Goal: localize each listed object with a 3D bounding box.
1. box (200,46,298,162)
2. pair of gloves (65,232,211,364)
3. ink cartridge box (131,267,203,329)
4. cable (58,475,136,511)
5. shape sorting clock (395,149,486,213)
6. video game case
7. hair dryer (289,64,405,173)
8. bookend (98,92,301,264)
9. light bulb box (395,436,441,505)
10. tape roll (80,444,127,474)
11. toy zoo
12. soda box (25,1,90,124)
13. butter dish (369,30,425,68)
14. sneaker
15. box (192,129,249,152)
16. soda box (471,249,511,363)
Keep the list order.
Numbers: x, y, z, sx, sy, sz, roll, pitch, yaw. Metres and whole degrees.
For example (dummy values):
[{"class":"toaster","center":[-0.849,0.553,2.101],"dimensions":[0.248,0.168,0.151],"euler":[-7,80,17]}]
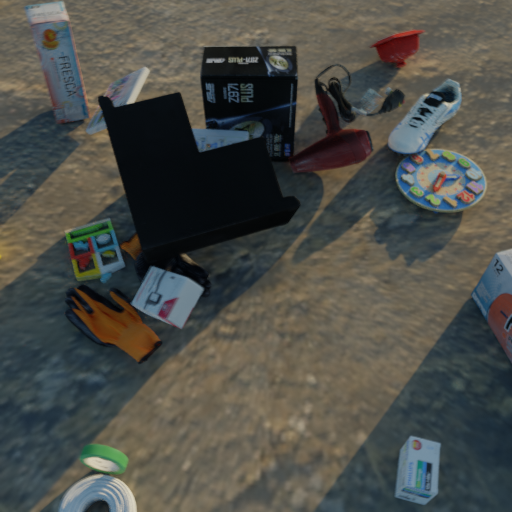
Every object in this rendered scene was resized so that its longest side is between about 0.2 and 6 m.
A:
[{"class":"box","center":[-0.112,-3.062,11.511],"dimensions":[1.860,2.271,0.978],"euler":[1,55,1]},{"class":"pair of gloves","center":[-2.118,0.677,10.127],"dimensions":[2.125,0.295,2.385],"euler":[32,58,22]},{"class":"ink cartridge box","center":[-1.508,0.681,9.387],"dimensions":[1.056,0.440,0.767],"euler":[13,72,44]},{"class":"cable","center":[-2.263,3.697,7.944],"dimensions":[1.099,0.381,1.099],"euler":[-5,55,-4]},{"class":"shape sorting clock","center":[3.847,-1.612,11.672],"dimensions":[1.843,0.362,1.843],"euler":[0,55,0]},{"class":"video game case","center":[-3.076,-3.426,12.413],"dimensions":[1.338,0.174,1.470],"euler":[-6,57,42]},{"class":"hair dryer","center":[1.692,-2.746,12.041],"dimensions":[2.065,0.737,2.712],"euler":[33,78,31]},{"class":"bookend","center":[-1.055,-1.658,10.150],"dimensions":[2.815,1.305,2.833],"euler":[-17,82,-10]},{"class":"light bulb box","center":[2.344,3.120,8.134],"dimensions":[0.459,0.736,0.729],"euler":[12,56,8]},{"class":"tape roll","center":[-2.244,3.000,8.247],"dimensions":[0.675,0.675,0.162],"euler":[7,48,5]},{"class":"toy zoo","center":[-3.075,-0.058,10.716],"dimensions":[0.915,0.143,1.394],"euler":[-17,57,-12]},{"class":"soda box","center":[-4.252,-4.109,12.124],"dimensions":[0.782,2.460,0.841],"euler":[-15,56,-16]},{"class":"butter dish","center":[3.539,-5.081,13.904],"dimensions":[1.059,0.785,1.062],"euler":[-18,14,-20]},{"class":"sneaker","center":[3.681,-3.052,12.328],"dimensions":[0.888,0.895,2.470],"euler":[29,58,29]},{"class":"box","center":[-1.127,-1.887,11.413],"dimensions":[1.891,1.064,0.959],"euler":[4,56,-1]},{"class":"soda box","center":[5.184,1.832,8.635],"dimensions":[1.502,1.396,4.392],"euler":[-14,56,-10]}]
